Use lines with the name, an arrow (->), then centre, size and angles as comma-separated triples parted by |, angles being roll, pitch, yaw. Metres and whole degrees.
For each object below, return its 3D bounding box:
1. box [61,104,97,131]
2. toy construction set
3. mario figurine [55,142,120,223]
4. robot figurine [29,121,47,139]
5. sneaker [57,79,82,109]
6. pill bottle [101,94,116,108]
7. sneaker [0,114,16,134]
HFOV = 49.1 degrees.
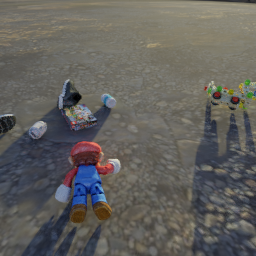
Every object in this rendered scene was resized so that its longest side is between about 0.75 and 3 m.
box -> -1.994, -0.452, 11.309 | 1.032, 0.285, 1.512 | -13, 34, -23
toy construction set -> 4.484, -1.561, 12.352 | 2.453, 1.130, 1.609 | 10, 56, 30
mario figurine -> -1.058, 1.481, 7.836 | 1.538, 1.321, 2.492 | 26, 32, -28
robot figurine -> -3.287, 0.069, 10.238 | 0.714, 0.476, 0.842 | -32, 18, 24
sneaker -> -2.534, -1.518, 12.716 | 0.958, 0.704, 2.118 | 5, 38, -2
pill bottle -> -0.898, -1.236, 12.476 | 0.452, 0.452, 0.815 | -16, 34, -25
sneaker -> -5.132, -0.147, 10.417 | 1.867, 0.733, 0.832 | -22, 40, -31
